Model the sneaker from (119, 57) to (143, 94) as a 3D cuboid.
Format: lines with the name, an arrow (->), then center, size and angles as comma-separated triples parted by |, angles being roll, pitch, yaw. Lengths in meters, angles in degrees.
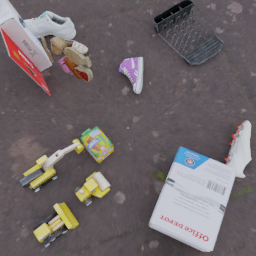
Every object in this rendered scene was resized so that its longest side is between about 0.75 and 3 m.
sneaker -> 0.100, -2.019, 10.880 | 0.955, 0.607, 1.675 | 0, 58, 6

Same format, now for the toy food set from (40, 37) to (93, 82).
toy food set -> -2.022, -2.418, 9.960 | 2.537, 1.613, 0.400 | 33, 63, 27

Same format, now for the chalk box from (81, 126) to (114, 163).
chalk box -> -1.123, 0.484, 9.626 | 0.728, 0.725, 1.171 | -38, 72, -16

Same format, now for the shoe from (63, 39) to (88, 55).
shoe -> -2.406, -3.344, 11.513 | 1.535, 0.410, 0.537 | 10, 66, 5

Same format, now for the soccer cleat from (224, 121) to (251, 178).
soccer cleat -> 3.895, 0.722, 9.589 | 0.786, 0.702, 2.027 | 24, 75, 5

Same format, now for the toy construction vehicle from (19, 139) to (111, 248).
toy construction vehicle -> -2.132, 1.933, 8.843 | 2.752, 0.969, 2.396 | -34, 70, -14

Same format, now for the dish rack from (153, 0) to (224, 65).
dish rack -> 2.554, -3.915, 11.604 | 2.086, 0.742, 2.720 | -34, 71, -13

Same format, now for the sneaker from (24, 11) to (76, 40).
sneaker -> -3.465, -4.358, 11.588 | 2.499, 1.106, 0.940 | 4, 67, 2

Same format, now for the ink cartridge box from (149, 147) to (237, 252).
ink cartridge box -> 1.975, 2.170, 8.656 | 1.886, 1.106, 2.575 | 22, 69, 10

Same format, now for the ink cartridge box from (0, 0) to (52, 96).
ink cartridge box -> -3.544, -2.836, 9.909 | 0.648, 2.900, 2.555 | -30, 70, -1
